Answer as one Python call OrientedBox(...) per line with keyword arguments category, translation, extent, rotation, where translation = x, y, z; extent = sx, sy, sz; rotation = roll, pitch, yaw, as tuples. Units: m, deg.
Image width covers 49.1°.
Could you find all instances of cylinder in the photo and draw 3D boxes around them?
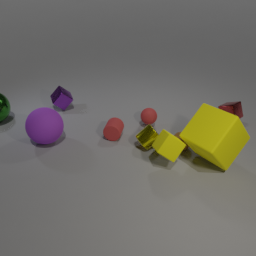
OrientedBox(category="cylinder", translation=(0.757, 0.328, 10.397), extent=(0.700, 0.700, 0.700), rotation=(-41, 35, 6))
OrientedBox(category="cylinder", translation=(-0.566, 0.041, 11.094), extent=(0.700, 0.700, 0.700), rotation=(6, 31, 10))

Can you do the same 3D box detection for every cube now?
OrientedBox(category="cube", translation=(1.322, 0.569, 9.175), extent=(0.700, 0.700, 0.700), rotation=(32, 7, -17))
OrientedBox(category="cube", translation=(-3.090, -1.402, 13.066), extent=(0.700, 0.700, 0.700), rotation=(31, 19, -42))
OrientedBox(category="cube", translation=(4.425, -0.709, 12.054), extent=(0.700, 0.700, 0.700), rotation=(-22, 14, -37))
OrientedBox(category="cube", translation=(2.863, 0.281, 9.243), extent=(1.400, 1.400, 1.400), rotation=(-53, 42, -4))

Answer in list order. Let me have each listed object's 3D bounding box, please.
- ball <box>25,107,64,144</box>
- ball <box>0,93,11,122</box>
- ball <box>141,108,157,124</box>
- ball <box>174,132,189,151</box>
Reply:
OrientedBox(category="ball", translation=(-3.153, -0.083, 10.607), extent=(1.400, 1.400, 1.400), rotation=(0, 31, 0))
OrientedBox(category="ball", translation=(-5.783, -0.876, 11.983), extent=(1.400, 1.400, 1.400), rotation=(0, 31, 0))
OrientedBox(category="ball", translation=(0.877, -0.499, 11.760), extent=(0.700, 0.700, 0.700), rotation=(0, 31, 0))
OrientedBox(category="ball", translation=(1.979, 0.488, 10.377), extent=(0.700, 0.700, 0.700), rotation=(0, 31, 0))
